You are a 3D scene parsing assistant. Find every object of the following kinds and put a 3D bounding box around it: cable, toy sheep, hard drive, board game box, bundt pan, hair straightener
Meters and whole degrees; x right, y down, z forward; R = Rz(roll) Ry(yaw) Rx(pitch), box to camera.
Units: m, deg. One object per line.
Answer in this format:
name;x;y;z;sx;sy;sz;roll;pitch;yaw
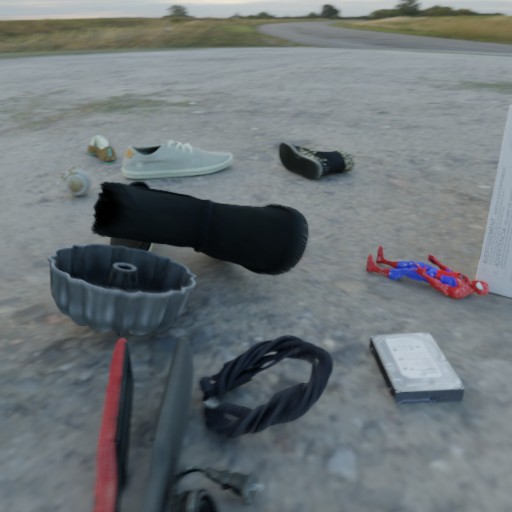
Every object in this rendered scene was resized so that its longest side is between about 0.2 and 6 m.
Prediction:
cable;0.119;1.375;6.060;1.517;0.385;1.238;-18;22;-2
toy sheep;-4.022;-1.660;12.597;0.664;0.664;0.963;-1;18;-1
hard drive;1.900;1.330;6.771;0.801;0.217;1.146;-2;26;-3
board game box;4.916;-1.461;9.582;0.776;2.830;4.484;17;30;30
bundt pan;-1.836;0.485;7.593;1.973;0.740;1.973;13;14;-3
hair straightener;-0.668;1.974;4.717;1.489;0.792;3.870;-2;25;-5

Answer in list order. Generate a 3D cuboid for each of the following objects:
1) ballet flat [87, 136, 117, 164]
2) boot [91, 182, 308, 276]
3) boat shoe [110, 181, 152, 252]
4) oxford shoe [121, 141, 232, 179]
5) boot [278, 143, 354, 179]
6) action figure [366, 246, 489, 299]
ballet flat;-4.292;-2.999;15.477;0.537;0.573;1.583;-14;29;-28
boot;-0.980;-0.493;8.464;2.419;1.092;2.952;12;0;-34
boat shoe;-2.238;-0.595;10.070;0.763;0.653;2.085;-3;39;0
oxford shoe;-1.948;-2.490;14.133;2.874;0.830;1.081;-7;23;-20
boot;1.510;-2.477;14.332;1.343;0.642;1.778;-12;34;-29
action figure;2.686;0.269;8.779;1.873;0.484;0.613;20;29;31
